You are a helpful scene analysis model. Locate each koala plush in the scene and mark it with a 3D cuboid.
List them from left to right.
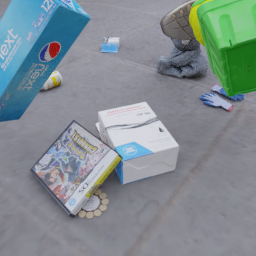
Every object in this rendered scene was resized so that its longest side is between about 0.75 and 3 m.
[{"bbox_3d":[2.238,-3.059,10.483,1.820,1.980,1.756,21,42,24],"label":"koala plush"}]

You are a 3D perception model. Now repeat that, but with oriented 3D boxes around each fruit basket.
[{"bbox_3d":[2.349,-2.162,6.272,1.783,2.472,2.472,-12,34,20],"label":"fruit basket"}]

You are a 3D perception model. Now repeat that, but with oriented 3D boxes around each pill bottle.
[{"bbox_3d":[-2.821,-1.645,9.885,0.883,0.498,0.498,-30,47,-32],"label":"pill bottle"}]

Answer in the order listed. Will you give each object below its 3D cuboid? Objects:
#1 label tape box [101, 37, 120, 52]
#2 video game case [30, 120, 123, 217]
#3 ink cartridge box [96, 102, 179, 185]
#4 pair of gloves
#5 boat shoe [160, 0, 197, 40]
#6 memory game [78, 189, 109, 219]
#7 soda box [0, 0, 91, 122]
[{"bbox_3d":[-0.797,-3.800,12.782,0.744,0.343,1.039,3,36,4],"label":"label tape box"},{"bbox_3d":[-1.224,0.811,6.300,1.770,0.226,1.600,33,79,37],"label":"video game case"},{"bbox_3d":[0.090,0.145,7.304,1.435,0.839,2.473,-13,40,-16],"label":"ink cartridge box"},{"bbox_3d":[3.162,-1.039,9.387,1.173,0.166,1.458,31,48,31],"label":"pair of gloves"},{"bbox_3d":[2.141,-3.368,8.267,2.825,1.052,1.035,-24,29,-13],"label":"boat shoe"},{"bbox_3d":[-0.813,1.620,6.053,0.793,0.050,0.793,1,38,0],"label":"memory game"},{"bbox_3d":[-1.985,-1.334,5.287,0.885,2.757,0.935,49,24,12],"label":"soda box"}]
